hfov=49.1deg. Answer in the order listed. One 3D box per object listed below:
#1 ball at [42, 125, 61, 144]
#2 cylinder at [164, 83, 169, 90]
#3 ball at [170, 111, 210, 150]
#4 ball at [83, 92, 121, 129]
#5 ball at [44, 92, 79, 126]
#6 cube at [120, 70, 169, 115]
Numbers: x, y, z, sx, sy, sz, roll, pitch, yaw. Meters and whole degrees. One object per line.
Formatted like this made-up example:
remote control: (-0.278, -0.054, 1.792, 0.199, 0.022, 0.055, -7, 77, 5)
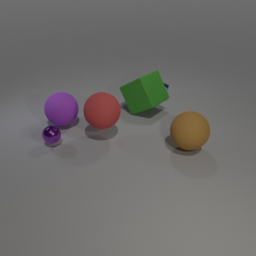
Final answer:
ball: (-2.855, 0.246, 10.474, 0.700, 0.700, 0.700, 0, 30, 0)
cylinder: (1.634, -1.988, 14.255, 0.700, 0.700, 0.700, 25, 35, 7)
ball: (2.214, 0.097, 10.025, 1.400, 1.400, 1.400, 0, 30, 0)
ball: (-0.973, -0.650, 10.542, 1.400, 1.400, 1.400, 0, 30, 0)
ball: (-2.768, -0.794, 11.674, 1.400, 1.400, 1.400, 0, 30, 0)
cube: (0.756, -1.615, 12.755, 1.400, 1.400, 1.400, -16, 12, 46)
